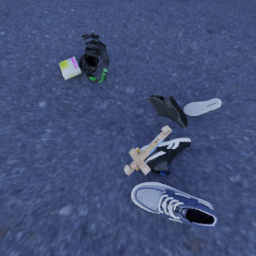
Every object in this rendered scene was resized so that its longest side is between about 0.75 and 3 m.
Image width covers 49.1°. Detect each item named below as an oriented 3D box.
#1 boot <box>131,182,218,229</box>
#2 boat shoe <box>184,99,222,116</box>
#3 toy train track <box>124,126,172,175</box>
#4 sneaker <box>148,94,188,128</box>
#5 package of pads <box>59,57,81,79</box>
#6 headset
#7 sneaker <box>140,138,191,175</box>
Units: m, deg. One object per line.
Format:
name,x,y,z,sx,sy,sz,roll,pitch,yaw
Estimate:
boot,1.038,1.766,6.500,2.039,0.921,0.742,11,85,9
boat shoe,2.414,-0.633,8.966,1.226,0.435,0.442,-10,80,33
toy train track,0.470,0.556,7.258,1.648,0.268,0.945,-46,43,6
sneaker,1.246,-0.511,8.691,0.724,1.388,0.417,-19,25,40
package of pads,-2.165,-2.231,10.419,0.658,0.290,0.852,-24,50,-4
headset,-1.150,-2.619,10.110,1.038,1.365,2.210,-8,59,-34
sneaker,1.177,0.850,7.903,1.616,0.591,0.904,-10,71,-24
